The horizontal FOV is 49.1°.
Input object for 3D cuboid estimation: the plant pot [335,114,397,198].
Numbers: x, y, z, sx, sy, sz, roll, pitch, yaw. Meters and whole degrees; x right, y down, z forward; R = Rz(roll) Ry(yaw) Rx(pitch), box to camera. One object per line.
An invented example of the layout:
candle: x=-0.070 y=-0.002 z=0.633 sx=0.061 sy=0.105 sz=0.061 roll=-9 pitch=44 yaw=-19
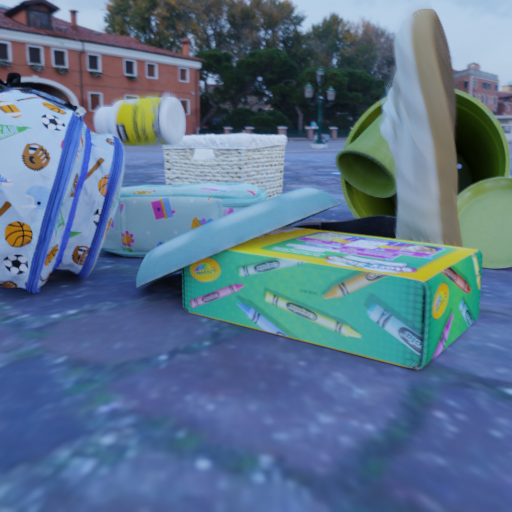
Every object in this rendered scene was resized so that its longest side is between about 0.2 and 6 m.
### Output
plant pot: x=1.959 y=-1.658 z=8.765 sx=1.087 sy=1.032 sz=1.087 roll=32 pitch=-16 yaw=10

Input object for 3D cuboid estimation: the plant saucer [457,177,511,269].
plant saucer: x=3.449 y=-0.444 z=7.967 sx=1.487 sy=1.487 sz=0.231 roll=9 pitch=-22 yaw=34

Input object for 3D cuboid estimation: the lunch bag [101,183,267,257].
lunch bag: x=-1.162 y=-0.654 z=9.051 sx=2.684 sy=1.035 sz=2.153 roll=1 pitch=13 yaw=6

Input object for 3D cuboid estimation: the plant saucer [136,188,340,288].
plant saucer: x=-0.255 y=-0.259 z=6.518 sx=2.524 sy=0.346 sz=2.524 roll=-22 pitch=1 yaw=0

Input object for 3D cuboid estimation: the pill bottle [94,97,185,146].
pill bottle: x=-1.613 y=-1.836 z=7.722 sx=1.142 sy=0.635 sz=0.635 roll=2 pitch=12 yaw=19

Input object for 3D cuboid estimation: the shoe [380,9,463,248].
shoe: x=1.669 y=-0.979 z=5.809 sx=0.799 sy=2.992 sz=1.046 roll=-3 pitch=41 yaw=22

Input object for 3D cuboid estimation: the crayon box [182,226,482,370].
crayon box: x=0.708 y=0.255 z=5.597 sx=2.588 sy=0.754 sz=1.537 roll=9 pitch=16 yaw=36

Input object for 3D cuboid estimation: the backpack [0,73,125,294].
backpack: x=-2.698 y=-0.723 z=6.697 sx=2.053 sy=2.665 sz=2.538 roll=11 pitch=14 yaw=-12

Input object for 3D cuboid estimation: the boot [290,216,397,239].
boot: x=1.501 y=-0.208 z=8.448 sx=2.145 sy=0.780 sz=2.279 roll=-6 pitch=4 yaw=11

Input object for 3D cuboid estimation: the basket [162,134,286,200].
basket: x=-0.700 y=-1.926 z=12.995 sx=2.215 sy=1.797 sz=2.235 roll=6 pitch=13 yaw=26

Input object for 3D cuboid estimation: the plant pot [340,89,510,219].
plant pot: x=3.000 y=-1.374 z=9.847 sx=2.551 sy=2.551 sz=2.456 roll=5 pitch=2 yaw=21
